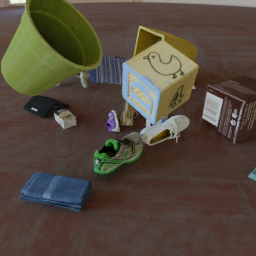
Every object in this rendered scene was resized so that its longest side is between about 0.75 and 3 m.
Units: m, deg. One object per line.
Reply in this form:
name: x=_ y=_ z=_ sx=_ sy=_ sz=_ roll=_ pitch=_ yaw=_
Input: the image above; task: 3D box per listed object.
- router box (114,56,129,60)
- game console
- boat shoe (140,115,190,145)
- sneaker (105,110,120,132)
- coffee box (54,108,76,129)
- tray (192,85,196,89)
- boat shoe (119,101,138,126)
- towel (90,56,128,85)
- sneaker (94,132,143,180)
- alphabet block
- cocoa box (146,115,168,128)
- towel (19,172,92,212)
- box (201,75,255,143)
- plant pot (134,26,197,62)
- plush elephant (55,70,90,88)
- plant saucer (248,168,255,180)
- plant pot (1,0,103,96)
router box: x=-0.386 y=-3.991 z=17.669 sx=1.774 sy=0.463 sz=1.395 roll=18 pitch=36 yaw=27
game console: x=-3.783 y=-0.980 z=13.030 sx=1.549 sy=0.902 sz=1.362 roll=22 pitch=68 yaw=32
boat shoe: x=1.574 y=0.159 z=10.541 sx=2.135 sy=0.789 sz=0.910 roll=-16 pitch=35 yaw=-21
sneaker: x=-0.688 y=-0.291 z=11.573 sx=0.542 sy=0.524 sz=1.299 roll=-10 pitch=33 yaw=-5
coffee box: x=-2.667 y=-0.414 z=11.848 sx=0.576 sy=0.401 sz=1.007 roll=-20 pitch=37 yaw=-29
tray: x=3.370 y=-2.403 z=15.409 sx=0.531 sy=0.110 sz=0.989 roll=0 pitch=31 yaw=1
boat shoe: x=0.075 y=-0.649 z=12.155 sx=0.698 sy=0.657 sz=1.833 roll=15 pitch=39 yaw=-2
towel: x=-0.665 y=-2.272 z=11.078 sx=1.758 sy=0.210 sz=1.273 roll=3 pitch=64 yaw=-22
sneaker: x=-0.235 y=0.728 z=9.395 sx=0.920 sy=1.005 sz=2.358 roll=19 pitch=35 yaw=28
alphabet block: x=0.866 y=-1.306 z=8.044 sx=1.522 sy=1.494 sz=1.486 roll=-37 pitch=66 yaw=-23
cocoa box: x=1.227 y=-0.437 z=11.605 sx=0.678 sy=0.689 sz=1.033 roll=11 pitch=33 yaw=17
towel: x=-2.060 y=1.807 z=8.147 sx=1.893 sy=0.459 sz=1.057 roll=6 pitch=31 yaw=12
box: x=4.426 y=-0.829 z=11.161 sx=2.198 sy=1.824 sz=1.805 roll=-18 pitch=35 yaw=-26
plant pot: x=2.166 y=-3.925 z=15.648 sx=2.797 sy=2.716 sz=2.734 roll=-4 pitch=30 yaw=-27
plush elephant: x=-2.540 y=-3.137 z=14.926 sx=2.007 sy=2.592 sz=2.135 roll=40 pitch=39 yaw=22
plant saucer: x=4.758 y=1.730 z=8.552 sx=1.936 sy=0.184 sz=0.677 roll=28 pitch=41 yaw=37
plant pot: x=-2.800 y=-2.471 z=9.423 sx=2.722 sy=2.866 sz=2.866 roll=-31 pitch=14 yaw=34
